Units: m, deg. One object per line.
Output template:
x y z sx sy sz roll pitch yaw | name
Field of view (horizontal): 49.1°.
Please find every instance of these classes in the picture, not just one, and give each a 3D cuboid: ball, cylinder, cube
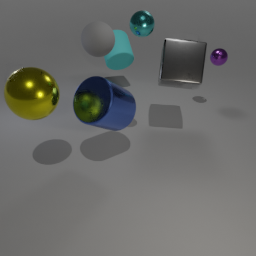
0.389 -2.877 7.757 0.700 0.700 0.700 0 32 0 | ball
-1.226 -3.629 11.482 1.400 1.400 1.400 0 32 0 | ball
-2.523 -0.902 7.414 1.400 1.400 1.400 0 32 0 | ball
-0.539 -3.824 13.801 1.400 1.400 1.400 -9 68 -15 | cylinder
1.858 -2.199 9.861 1.400 1.400 1.400 7 1 3 | cube
3.719 -2.899 11.459 0.700 0.700 0.700 0 32 0 | ball
-0.677 -0.687 8.397 1.400 1.400 1.400 21 3 31 | cylinder
